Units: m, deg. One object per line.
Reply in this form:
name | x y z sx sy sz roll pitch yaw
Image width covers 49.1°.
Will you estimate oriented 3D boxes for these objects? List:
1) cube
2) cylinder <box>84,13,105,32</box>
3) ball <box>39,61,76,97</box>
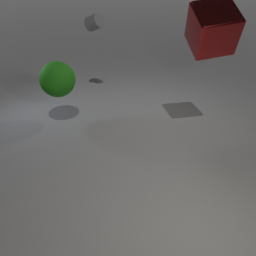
cube | 2.830 -3.328 9.386 1.400 1.400 1.400 -11 58 -3
cylinder | -1.588 -5.006 13.268 0.700 0.700 0.700 -4 21 38
ball | -2.772 -1.912 11.008 1.400 1.400 1.400 0 29 0
